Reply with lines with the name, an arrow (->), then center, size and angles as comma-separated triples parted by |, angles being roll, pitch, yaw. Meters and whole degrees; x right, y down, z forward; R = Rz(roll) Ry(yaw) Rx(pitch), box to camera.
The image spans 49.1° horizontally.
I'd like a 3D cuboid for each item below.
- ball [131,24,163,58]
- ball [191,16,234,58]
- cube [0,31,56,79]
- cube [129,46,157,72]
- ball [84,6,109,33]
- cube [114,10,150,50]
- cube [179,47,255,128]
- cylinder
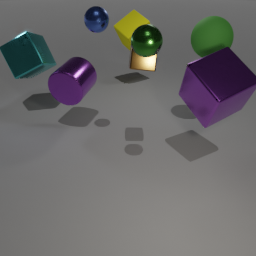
ball -> 0.411, -1.908, 6.147 | 0.700, 0.700, 0.700 | 0, 28, 0
ball -> 2.852, -3.065, 9.537 | 1.400, 1.400, 1.400 | 0, 28, 0
cube -> -4.117, -2.982, 11.676 | 1.400, 1.400, 1.400 | -24, 7, 13
cube -> 0.413, -1.979, 7.833 | 0.700, 0.700, 0.700 | 5, 14, -4
ball -> -0.877, -3.029, 7.833 | 0.700, 0.700, 0.700 | 0, 28, 0
cube -> 0.366, -4.936, 14.565 | 1.400, 1.400, 1.400 | -39, 58, -1
cube -> 2.476, -1.118, 7.873 | 1.400, 1.400, 1.400 | -26, 65, -14
cylinder -> -2.083, -1.791, 10.649 | 1.400, 1.400, 1.400 | 9, 38, 16
